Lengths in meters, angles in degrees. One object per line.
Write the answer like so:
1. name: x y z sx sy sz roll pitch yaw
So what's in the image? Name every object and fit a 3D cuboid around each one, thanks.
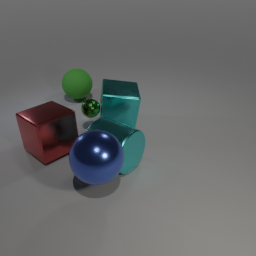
1. cube: -2.628 0.091 9.288 1.400 1.400 1.400 23 37 40
2. ball: -2.350 -2.047 12.969 1.400 1.400 1.400 0 29 0
3. ball: -0.792 0.735 7.112 1.400 1.400 1.400 0 29 0
4. cylinder: -0.408 0.518 8.622 1.400 1.400 1.400 21 35 31
5. ball: -1.365 -0.724 10.260 0.700 0.700 0.700 0 29 0
6. cube: -0.359 -0.929 10.892 1.400 1.400 1.400 5 34 -8
